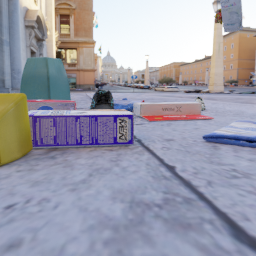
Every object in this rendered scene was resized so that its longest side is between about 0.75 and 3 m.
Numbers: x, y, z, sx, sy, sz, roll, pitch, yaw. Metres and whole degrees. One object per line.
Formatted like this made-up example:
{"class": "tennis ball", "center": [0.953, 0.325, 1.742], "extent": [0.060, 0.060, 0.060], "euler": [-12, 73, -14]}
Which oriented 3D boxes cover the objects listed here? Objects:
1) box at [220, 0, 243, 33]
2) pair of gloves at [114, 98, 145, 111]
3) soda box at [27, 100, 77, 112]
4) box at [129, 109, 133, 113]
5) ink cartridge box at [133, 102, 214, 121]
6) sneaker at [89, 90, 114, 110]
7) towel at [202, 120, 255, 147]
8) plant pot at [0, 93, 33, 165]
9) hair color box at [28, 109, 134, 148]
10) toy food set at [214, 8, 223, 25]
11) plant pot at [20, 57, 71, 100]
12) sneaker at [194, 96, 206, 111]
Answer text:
{"class": "box", "center": [3.363, -3.886, 8.998], "extent": [0.610, 1.112, 1.261], "euler": [-3, 42, 26]}
{"class": "pair of gloves", "center": [-0.437, -1.127, 13.803], "extent": [2.176, 0.308, 2.707], "euler": [0, 18, 25]}
{"class": "soda box", "center": [-2.857, -0.387, 8.390], "extent": [2.595, 0.908, 0.823], "euler": [-1, 9, -9]}
{"class": "box", "center": [0.434, -0.955, 14.148], "extent": [1.022, 0.298, 1.493], "euler": [5, 10, 32]}
{"class": "ink cartridge box", "center": [1.829, -0.751, 11.806], "extent": [2.754, 0.616, 2.426], "euler": [-2, 8, -13]}
{"class": "sneaker", "center": [-1.050, -0.822, 10.509], "extent": [1.111, 1.168, 2.948], "euler": [0, 10, -8]}
{"class": "towel", "center": [3.294, 0.104, 7.175], "extent": [1.950, 0.316, 2.655], "euler": [6, 10, 36]}
{"class": "plant pot", "center": [-2.464, 0.083, 4.916], "extent": [1.182, 1.182, 1.042], "euler": [0, 20, -3]}
{"class": "hair color box", "center": [-1.152, -0.034, 6.587], "extent": [2.414, 0.782, 1.319], "euler": [0, 8, -10]}
{"class": "toy food set", "center": [3.481, -4.263, 10.803], "extent": [0.293, 0.527, 0.896], "euler": [-3, 38, 7]}
{"class": "plant pot", "center": [-4.117, -2.116, 13.938], "extent": [1.883, 2.666, 1.884], "euler": [3, 10, 22]}
{"class": "sneaker", "center": [3.964, -1.368, 15.453], "extent": [0.631, 0.754, 1.703], "euler": [1, 7, 15]}
